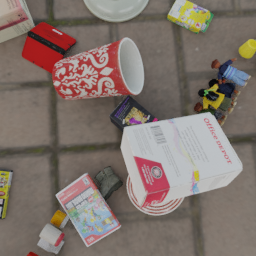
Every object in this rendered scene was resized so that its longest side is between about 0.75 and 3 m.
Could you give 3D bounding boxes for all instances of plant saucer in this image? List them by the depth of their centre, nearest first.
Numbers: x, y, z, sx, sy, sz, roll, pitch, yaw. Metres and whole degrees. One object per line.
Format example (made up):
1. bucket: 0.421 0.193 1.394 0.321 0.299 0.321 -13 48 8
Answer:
1. plant saucer: -0.482 -5.763 11.256 2.871 0.720 2.871 0 84 -1

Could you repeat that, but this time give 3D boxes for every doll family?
1. doll family: 3.438 -1.428 10.588 1.506 1.023 2.606 30 77 8

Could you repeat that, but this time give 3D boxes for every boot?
1. boot: -0.939 2.140 10.338 1.407 0.476 0.919 -42 72 -6

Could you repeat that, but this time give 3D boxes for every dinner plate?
1. dinner plate: 1.044 2.087 10.271 2.184 0.265 2.184 0 89 0

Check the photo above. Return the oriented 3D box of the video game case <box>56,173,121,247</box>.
1. video game case: -1.449 2.919 9.978 1.573 0.192 2.200 -37 83 19

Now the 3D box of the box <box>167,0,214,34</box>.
1. box: 2.525 -4.505 11.302 1.630 0.394 0.956 28 82 7

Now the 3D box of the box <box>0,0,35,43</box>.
1. box: -5.298 -4.380 10.703 2.753 1.500 1.760 -23 82 -3

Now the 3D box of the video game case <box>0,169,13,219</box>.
1. video game case: -5.378 2.342 10.339 1.965 0.251 1.775 6 82 2

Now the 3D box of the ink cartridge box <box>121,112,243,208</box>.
1. ink cartridge box: 1.495 0.904 8.494 2.981 1.276 2.200 -8 56 -16

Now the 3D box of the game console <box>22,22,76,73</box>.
1. game console: -3.157 -3.210 11.219 1.675 0.994 1.444 29 51 4

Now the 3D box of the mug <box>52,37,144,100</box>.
1. mug: -0.947 -1.843 10.052 2.791 2.478 1.862 -6 80 26

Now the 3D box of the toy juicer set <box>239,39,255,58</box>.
1. toy juicer set: 5.826 -2.578 10.913 1.802 0.771 2.832 -40 80 -24

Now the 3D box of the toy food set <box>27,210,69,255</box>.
1. toy food set: -2.631 4.396 9.465 1.287 1.366 2.861 30 85 4

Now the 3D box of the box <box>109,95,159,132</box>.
1. box: 0.405 -0.062 10.189 2.016 1.232 1.069 42 83 6
